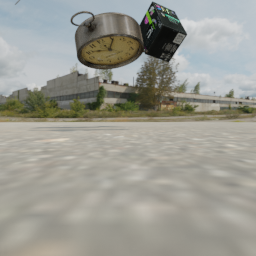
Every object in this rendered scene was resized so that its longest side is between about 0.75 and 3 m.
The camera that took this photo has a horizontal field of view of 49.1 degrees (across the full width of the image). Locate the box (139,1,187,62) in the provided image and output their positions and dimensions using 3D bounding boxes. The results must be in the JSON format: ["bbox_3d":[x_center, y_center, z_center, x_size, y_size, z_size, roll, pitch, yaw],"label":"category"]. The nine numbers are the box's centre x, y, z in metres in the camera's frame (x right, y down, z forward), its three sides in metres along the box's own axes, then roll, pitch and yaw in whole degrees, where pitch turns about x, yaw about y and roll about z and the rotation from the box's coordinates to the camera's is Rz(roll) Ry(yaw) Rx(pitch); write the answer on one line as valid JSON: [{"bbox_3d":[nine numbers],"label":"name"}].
[{"bbox_3d":[1.130,-3.340,9.733,1.014,1.632,1.212,12,-46,-26],"label":"box"}]

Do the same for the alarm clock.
[{"bbox_3d":[-0.685,-2.635,8.143,2.010,0.992,2.980,-14,-11,20],"label":"alarm clock"}]

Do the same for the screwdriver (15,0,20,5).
[{"bbox_3d":[-2.655,-3.675,7.532,0.150,1.077,0.157,38,-2,21],"label":"screwdriver"}]
